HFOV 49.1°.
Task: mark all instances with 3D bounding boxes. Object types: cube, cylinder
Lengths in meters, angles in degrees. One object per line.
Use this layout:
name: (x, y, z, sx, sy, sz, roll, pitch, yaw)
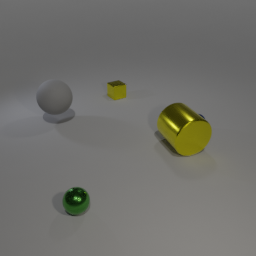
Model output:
cube: (-0.549, -1.850, 13.674, 0.700, 0.700, 0.700, -19, 35, -29)
cylinder: (1.917, 0.021, 9.687, 1.400, 1.400, 1.400, -11, 32, -18)

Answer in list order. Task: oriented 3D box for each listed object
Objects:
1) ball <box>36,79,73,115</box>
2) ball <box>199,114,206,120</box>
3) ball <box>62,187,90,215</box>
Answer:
ball: (-2.910, -1.224, 11.120, 1.400, 1.400, 1.400, 0, 30, 0)
ball: (2.661, -0.210, 10.812, 0.700, 0.700, 0.700, 0, 30, 0)
ball: (-1.330, 1.867, 7.202, 0.700, 0.700, 0.700, 0, 30, 0)
